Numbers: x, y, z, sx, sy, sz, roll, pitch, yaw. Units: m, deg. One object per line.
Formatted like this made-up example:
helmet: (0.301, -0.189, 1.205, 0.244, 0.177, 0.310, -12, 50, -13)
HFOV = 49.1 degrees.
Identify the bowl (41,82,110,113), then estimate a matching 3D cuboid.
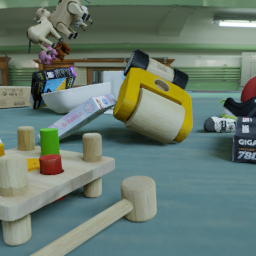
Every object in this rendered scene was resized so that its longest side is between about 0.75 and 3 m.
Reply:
bowl: (-2.209, -1.295, 12.233, 2.572, 0.960, 2.569, -18, 13, -33)

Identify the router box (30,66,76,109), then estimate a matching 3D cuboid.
router box: (-3.595, -1.862, 13.214, 1.836, 0.628, 2.461, -17, -17, -28)

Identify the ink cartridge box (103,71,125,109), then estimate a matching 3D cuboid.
ink cartridge box: (0.246, -1.792, 13.448, 2.505, 1.811, 1.820, 3, 7, 19)

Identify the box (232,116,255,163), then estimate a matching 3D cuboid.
box: (3.308, 0.216, 5.394, 2.373, 0.594, 2.391, 5, 10, 23)

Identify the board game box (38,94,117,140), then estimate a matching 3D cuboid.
board game box: (-1.093, -0.235, 6.517, 1.520, 0.314, 1.524, -32, 1, 15)

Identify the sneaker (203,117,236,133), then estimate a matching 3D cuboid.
sneaker: (2.597, -0.091, 7.617, 1.159, 0.429, 0.513, -5, 8, -26)

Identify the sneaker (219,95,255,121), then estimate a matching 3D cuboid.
sneaker: (4.056, -0.543, 8.449, 2.512, 1.040, 0.901, 4, 10, 23)

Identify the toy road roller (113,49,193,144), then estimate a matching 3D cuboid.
toy road roller: (0.420, -0.489, 6.972, 1.600, 1.901, 2.604, 23, 40, -13)

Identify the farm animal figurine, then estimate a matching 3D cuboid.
farm animal figurine: (-2.457, -3.514, 9.558, 1.402, 2.660, 2.689, 39, 1, -7)

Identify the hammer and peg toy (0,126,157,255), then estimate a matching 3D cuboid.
hammer and peg toy: (-0.915, 0.503, 2.939, 2.242, 0.791, 1.649, 5, 11, 29)

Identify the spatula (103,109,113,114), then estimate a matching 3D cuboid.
spatula: (-1.584, -0.814, 12.727, 2.372, 0.190, 1.649, 3, 9, 16)

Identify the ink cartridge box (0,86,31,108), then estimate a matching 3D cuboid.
ink cartridge box: (-7.016, -1.649, 14.805, 2.467, 1.125, 2.995, 8, 12, 44)

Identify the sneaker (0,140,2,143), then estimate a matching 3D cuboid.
sneaker: (-2.652, 0.437, 4.257, 1.353, 0.509, 0.707, -9, 11, -21)

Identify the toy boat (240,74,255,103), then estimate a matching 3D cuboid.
toy boat: (5.242, -0.847, 9.463, 2.820, 1.840, 1.843, 8, 42, 38)
